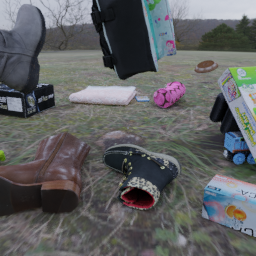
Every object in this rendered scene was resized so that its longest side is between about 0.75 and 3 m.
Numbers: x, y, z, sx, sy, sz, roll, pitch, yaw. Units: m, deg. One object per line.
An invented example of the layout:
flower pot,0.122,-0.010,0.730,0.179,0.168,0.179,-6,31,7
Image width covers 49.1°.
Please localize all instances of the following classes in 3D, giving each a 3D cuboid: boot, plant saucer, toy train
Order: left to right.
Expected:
boot,-3.288,-2.482,7.564,1.010,2.893,1.904,-15,-20,31
boot,-2.200,0.761,6.347,2.605,0.898,2.796,11,21,-9
boot,0.035,0.984,6.074,1.941,0.701,1.466,9,24,25
plant saucer,3.401,-2.706,12.211,1.031,0.189,1.031,-14,32,9
toy train,3.191,0.489,7.301,1.389,0.793,0.602,-2,19,-6

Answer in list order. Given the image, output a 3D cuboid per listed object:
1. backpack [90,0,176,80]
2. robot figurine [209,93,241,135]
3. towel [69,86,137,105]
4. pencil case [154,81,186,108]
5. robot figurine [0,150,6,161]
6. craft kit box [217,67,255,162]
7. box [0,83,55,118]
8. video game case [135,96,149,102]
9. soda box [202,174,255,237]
backpack,0.046,-2.303,6.120,1.698,2.002,2.255,-18,27,-2
robot figurine,4.104,-0.546,8.788,2.975,2.235,1.856,-7,-9,-19
towel,-1.137,-1.677,13.999,2.816,0.454,2.690,3,20,12
pencil case,1.918,-1.609,13.106,1.006,0.974,2.147,39,29,10
robot figurine,-3.589,0.698,6.988,0.941,0.620,1.072,-7,21,-19
craft kit box,4.187,-0.310,7.178,2.962,0.719,2.926,-6,65,-18
box,-4.710,-1.293,11.994,2.404,1.035,1.969,8,20,21
video game case,0.706,-1.443,13.891,0.593,0.074,0.828,-3,20,-5
soda box,2.345,1.458,4.789,2.005,0.638,0.686,12,23,34
